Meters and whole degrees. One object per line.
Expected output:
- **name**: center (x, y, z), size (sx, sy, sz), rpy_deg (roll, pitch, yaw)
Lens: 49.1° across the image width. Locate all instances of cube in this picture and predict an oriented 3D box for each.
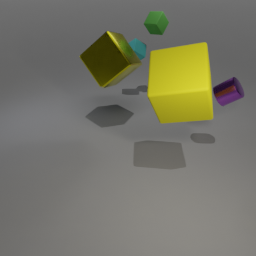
- **cube**: center (-0.584, -2.441, 10.096), size (1.400, 1.400, 1.400), rpy_deg (-34, 1, 24)
- **cube**: center (1.244, -4.593, 12.266), size (0.700, 0.700, 0.700), rpy_deg (19, 78, 38)
- **cube**: center (0.354, -3.581, 12.993), size (0.700, 0.700, 0.700), rpy_deg (22, -27, -35)
- **cube**: center (1.364, -1.080, 7.110), size (1.400, 1.400, 1.400), rpy_deg (-4, 61, 19)

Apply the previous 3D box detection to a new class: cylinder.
- **cylinder**: center (3.142, -1.131, 8.754), size (0.700, 0.700, 0.700), rpy_deg (-27, 11, 37)
